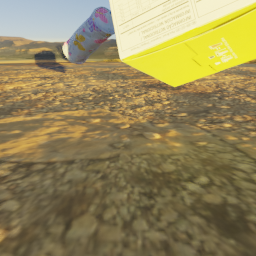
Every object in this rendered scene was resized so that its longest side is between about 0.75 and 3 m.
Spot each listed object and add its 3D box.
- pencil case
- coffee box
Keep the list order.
[{"bbox_3d":[-1.248,-2.957,9.178,1.018,0.933,2.245,-38,8,-40],"label":"pencil case"},{"bbox_3d":[1.219,-2.320,4.909,2.356,2.330,2.353,-16,-11,29],"label":"coffee box"}]
